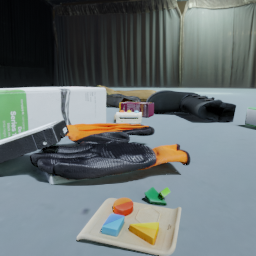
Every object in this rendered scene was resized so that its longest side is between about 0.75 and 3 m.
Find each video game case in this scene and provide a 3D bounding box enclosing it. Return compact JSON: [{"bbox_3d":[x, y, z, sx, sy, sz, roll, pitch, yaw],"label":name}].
[{"bbox_3d":[-0.710,0.524,4.332,1.156,0.140,1.269,-5,11,-23],"label":"video game case"}]

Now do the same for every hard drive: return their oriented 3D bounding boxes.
[{"bbox_3d":[-1.663,0.256,4.122,1.466,0.277,1.024,-20,8,0],"label":"hard drive"}]

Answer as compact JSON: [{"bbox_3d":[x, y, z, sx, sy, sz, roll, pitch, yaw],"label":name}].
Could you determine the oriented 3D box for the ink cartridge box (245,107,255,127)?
[{"bbox_3d":[3.981,-0.261,7.582,1.213,0.510,0.885,0,11,-19],"label":"ink cartridge box"}]

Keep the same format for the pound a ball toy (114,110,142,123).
[{"bbox_3d":[-0.025,-0.375,8.736,0.910,0.387,0.594,1,10,5],"label":"pound a ball toy"}]

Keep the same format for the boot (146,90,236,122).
[{"bbox_3d":[2.022,-0.709,9.688,2.243,0.893,2.722,-9,19,-9],"label":"boot"}]

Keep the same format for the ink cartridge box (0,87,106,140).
[{"bbox_3d":[-2.113,-0.473,7.140,2.646,1.116,1.933,-7,12,-35],"label":"ink cartridge box"}]

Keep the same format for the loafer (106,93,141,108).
[{"bbox_3d":[-0.331,-1.233,12.951,1.820,0.663,0.658,0,14,6],"label":"loafer"}]

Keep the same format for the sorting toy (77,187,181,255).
[{"bbox_3d":[0.092,0.797,2.717,0.822,0.164,1.112,2,11,14],"label":"sorting toy"}]

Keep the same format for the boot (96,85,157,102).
[{"bbox_3d":[-0.074,-1.699,14.955,2.827,0.935,2.476,-6,24,-25],"label":"boot"}]

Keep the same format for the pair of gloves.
[{"bbox_3d":[-0.379,0.271,4.621,2.175,0.302,2.441,-2,14,-12],"label":"pair of gloves"}]

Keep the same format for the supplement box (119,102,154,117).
[{"bbox_3d":[0.316,-0.681,10.164,1.135,0.486,0.626,4,11,23],"label":"supplement box"}]
